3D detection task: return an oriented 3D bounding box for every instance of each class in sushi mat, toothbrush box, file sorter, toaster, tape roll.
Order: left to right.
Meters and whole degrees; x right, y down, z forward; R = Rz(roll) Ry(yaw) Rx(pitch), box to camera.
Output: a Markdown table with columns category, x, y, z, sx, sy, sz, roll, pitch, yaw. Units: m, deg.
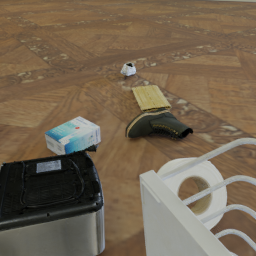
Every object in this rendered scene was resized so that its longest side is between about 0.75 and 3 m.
| category | x | y | z | sx | sy | sz | roll | pitch | yaw |
| --- | --- | --- | --- | --- | --- | --- | --- | --- | --- |
| toaster | -1.187 | 1.202 | 4.579 | 1.809 | 1.073 | 1.636 | -8 | 28 | -14 |
| toothbrush box | -1.331 | 0.225 | 6.852 | 0.799 | 0.465 | 1.091 | 26 | 39 | 35 |
| sushi mat | 0.708 | -0.994 | 9.038 | 0.925 | 0.117 | 1.934 | -8 | 29 | -5 |
| tape roll | 1.007 | 1.089 | 4.626 | 1.211 | 1.211 | 0.423 | -11 | -5 | -18 |
| file sorter | 1.176 | 1.515 | 2.926 | 1.416 | 2.274 | 1.578 | -20 | 36 | -20 |

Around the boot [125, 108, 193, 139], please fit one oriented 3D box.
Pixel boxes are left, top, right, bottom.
| category | x | y | z | sx | sy | sz | roll | pitch | yaw |
| --- | --- | --- | --- | --- | --- | --- | --- | --- | --- |
| boot | 0.804 | 0.041 | 7.093 | 1.538 | 0.596 | 1.064 | -27 | 47 | -29 |

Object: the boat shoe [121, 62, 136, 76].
| category | x | y | z | sx | sy | sz | roll | pitch | yaw |
| --- | --- | --- | --- | --- | --- | --- | --- | --- | --- |
| boat shoe | 0.083 | -2.343 | 10.882 | 0.466 | 0.414 | 1.268 | 23 | 24 | 2 |
